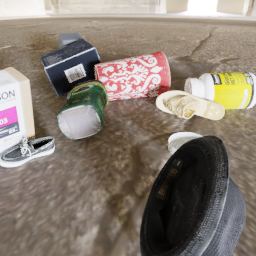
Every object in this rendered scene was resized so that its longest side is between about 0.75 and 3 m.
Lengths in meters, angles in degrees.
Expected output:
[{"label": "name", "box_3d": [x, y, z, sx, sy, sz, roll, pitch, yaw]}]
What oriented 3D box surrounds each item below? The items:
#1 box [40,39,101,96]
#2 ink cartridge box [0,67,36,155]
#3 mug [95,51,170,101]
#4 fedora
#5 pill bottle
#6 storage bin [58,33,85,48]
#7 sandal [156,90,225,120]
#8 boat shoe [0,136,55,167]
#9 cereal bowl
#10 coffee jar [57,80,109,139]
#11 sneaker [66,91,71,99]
[{"label": "box", "box_3d": [-2.679, -2.949, 13.259, 2.428, 1.505, 2.387, -25, 34, -9]}, {"label": "ink cartridge box", "box_3d": [-4.040, -0.134, 7.549, 1.055, 2.313, 2.808, 33, 42, 32]}, {"label": "mug", "box_3d": [0.106, -1.985, 12.293, 2.894, 2.569, 1.931, -10, 65, -11]}, {"label": "fedora", "box_3d": [1.332, 1.510, 5.191, 1.248, 2.734, 2.734, 30, 25, -12]}, {"label": "pill bottle", "box_3d": [3.628, -1.455, 11.098, 2.563, 1.441, 1.441, -2, 28, -5]}, {"label": "storage bin", "box_3d": [-3.211, -4.105, 15.605, 2.139, 1.974, 2.939, -9, 28, -16]}, {"label": "sandal", "box_3d": [2.232, -0.753, 10.296, 2.573, 0.944, 0.846, 12, 23, 13]}, {"label": "boat shoe", "box_3d": [-2.853, 0.618, 7.990, 1.604, 0.548, 0.592, -13, 50, -29]}, {"label": "cereal bowl", "box_3d": [1.754, 0.611, 8.157, 1.216, 0.506, 1.216, -1, 28, 0]}, {"label": "coffee jar", "box_3d": [-1.437, -0.744, 9.612, 1.384, 1.132, 2.654, -15, 27, 10]}, {"label": "sneaker", "box_3d": [-2.194, -1.433, 12.223, 1.031, 0.384, 0.451, -23, 41, -38]}]
